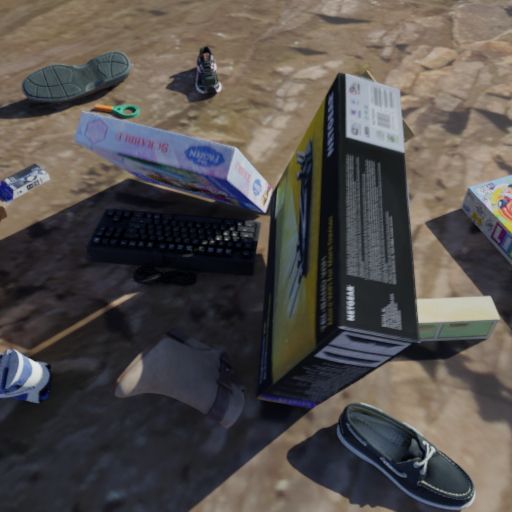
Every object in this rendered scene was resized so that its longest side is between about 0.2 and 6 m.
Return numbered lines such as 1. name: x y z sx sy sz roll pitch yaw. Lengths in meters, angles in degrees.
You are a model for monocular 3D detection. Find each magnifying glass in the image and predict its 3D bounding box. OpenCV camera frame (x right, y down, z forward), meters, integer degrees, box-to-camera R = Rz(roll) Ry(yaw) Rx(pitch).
1. magnifying glass: -3.706 -3.890 14.911 1.204 0.135 0.479 8 49 8

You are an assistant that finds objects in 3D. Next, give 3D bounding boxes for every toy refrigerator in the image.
1. toy refrigerator: 3.416 1.167 10.095 1.654 0.628 0.579 -2 49 -2

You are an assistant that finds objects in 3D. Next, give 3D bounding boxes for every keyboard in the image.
1. keyboard: -1.690 -0.204 11.459 3.411 0.438 2.048 5 49 5

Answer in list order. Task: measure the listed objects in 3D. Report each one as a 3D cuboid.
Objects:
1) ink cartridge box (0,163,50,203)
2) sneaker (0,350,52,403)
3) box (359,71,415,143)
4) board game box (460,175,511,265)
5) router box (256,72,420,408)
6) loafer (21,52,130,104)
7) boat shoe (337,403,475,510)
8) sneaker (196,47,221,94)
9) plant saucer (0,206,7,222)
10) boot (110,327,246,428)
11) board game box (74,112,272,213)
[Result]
1. ink cartridge box: -5.410 -1.691 12.907 0.564 0.222 1.134 35 58 26
2. sneaker: -4.053 2.086 9.193 1.954 1.128 0.789 -12 59 31
3. box: 2.362 -2.866 12.144 1.719 1.405 0.183 53 23 -1
4. board game box: 6.355 -0.303 11.371 2.519 0.641 3.747 -16 50 -14
5. router box: 1.114 -0.125 8.850 1.108 3.337 4.244 12 59 -12
6. loafer: -4.824 -4.695 15.293 2.916 0.917 1.048 -20 84 -13
7. boat shoe: 2.245 2.995 8.441 2.225 0.671 0.841 23 52 19
8. sneaker: -1.421 -5.228 15.675 0.704 0.757 1.753 -11 50 -8
9. plant saucer: -6.138 -0.416 10.662 2.685 0.433 2.685 -15 8 2
10. boot: -0.993 1.979 8.519 1.700 0.817 2.326 41 23 3
11. board game box: -1.476 -1.774 11.206 3.070 3.078 0.633 16 87 15
